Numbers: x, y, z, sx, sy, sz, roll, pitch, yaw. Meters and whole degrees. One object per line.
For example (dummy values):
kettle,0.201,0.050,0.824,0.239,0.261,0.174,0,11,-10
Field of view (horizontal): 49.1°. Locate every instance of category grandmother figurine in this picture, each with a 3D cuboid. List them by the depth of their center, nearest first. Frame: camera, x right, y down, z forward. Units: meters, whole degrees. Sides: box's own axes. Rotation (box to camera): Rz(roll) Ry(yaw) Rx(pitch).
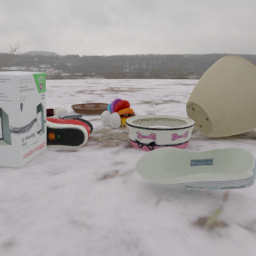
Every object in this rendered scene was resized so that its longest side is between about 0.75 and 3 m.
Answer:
grandmother figurine,-3.921,-0.739,13.144,2.265,0.686,1.373,1,20,15

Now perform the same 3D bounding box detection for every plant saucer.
plant saucer,-1.869,-1.020,14.942,2.316,0.399,2.316,0,14,0

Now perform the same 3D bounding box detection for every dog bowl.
dog bowl,0.997,0.141,8.874,2.158,0.796,2.158,1,13,0

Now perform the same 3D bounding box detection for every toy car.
toy car,-0.342,-0.658,11.633,1.323,1.134,1.512,-10,16,-35

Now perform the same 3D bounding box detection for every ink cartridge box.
ink cartridge box,-2.929,-0.305,7.444,0.970,2.308,1.685,5,14,7

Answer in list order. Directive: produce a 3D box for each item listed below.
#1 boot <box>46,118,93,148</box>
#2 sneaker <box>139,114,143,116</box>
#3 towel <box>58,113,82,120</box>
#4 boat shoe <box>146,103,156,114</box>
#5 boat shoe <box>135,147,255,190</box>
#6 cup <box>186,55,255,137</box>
boot,-2.499,0.006,9.344,2.548,0.923,1.838,8,12,-1
sneaker,0.527,-0.461,12.696,0.325,0.294,0.764,-3,12,-4
towel,-2.568,-0.448,12.399,0.906,0.388,0.750,-10,15,-37
boat shoe,1.258,-1.062,14.862,0.506,0.498,1.426,3,13,11
boat shoe,1.278,0.902,5.477,2.317,0.825,0.808,-5,45,28
cup,3.233,-0.802,9.786,1.999,2.795,2.795,-31,22,-13
